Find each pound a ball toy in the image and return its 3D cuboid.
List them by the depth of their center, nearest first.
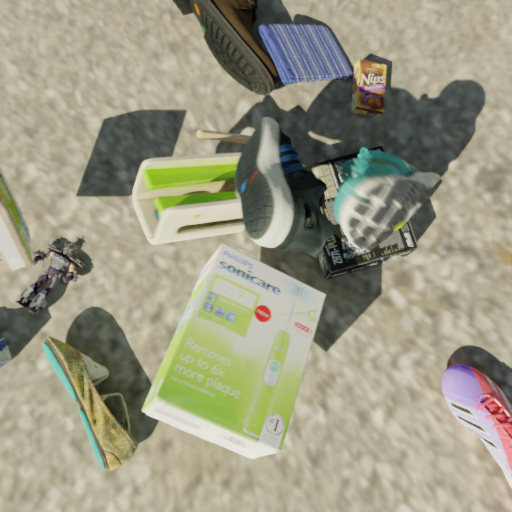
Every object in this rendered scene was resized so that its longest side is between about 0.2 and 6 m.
[{"bbox_3d":[-0.660,-1.162,9.168,2.670,1.134,1.741,-10,60,-32],"label":"pound a ball toy"}]

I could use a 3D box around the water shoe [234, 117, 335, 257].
[{"bbox_3d":[0.381,-0.954,8.024,1.125,1.020,2.852,22,36,-20],"label":"water shoe"}]

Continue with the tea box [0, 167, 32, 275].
[{"bbox_3d":[-3.872,-0.483,8.132,0.790,1.182,1.163,-19,36,-11],"label":"tea box"}]

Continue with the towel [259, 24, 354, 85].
[{"bbox_3d":[0.929,-3.724,10.324,1.730,0.206,1.252,-16,77,-36],"label":"towel"}]

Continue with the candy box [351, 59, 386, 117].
[{"bbox_3d":[2.113,-3.145,10.512,0.563,0.272,0.965,7,79,-13],"label":"candy box"}]

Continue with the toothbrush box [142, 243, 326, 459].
[{"bbox_3d":[-0.263,1.345,7.960,1.774,1.049,2.437,27,57,-9],"label":"toothbrush box"}]

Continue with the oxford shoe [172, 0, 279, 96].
[{"bbox_3d":[-0.429,-4.556,10.353,1.468,1.264,3.479,-31,82,-10],"label":"oxford shoe"}]

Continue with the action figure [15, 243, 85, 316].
[{"bbox_3d":[-3.608,0.357,9.830,0.897,0.478,1.379,28,77,11],"label":"action figure"}]

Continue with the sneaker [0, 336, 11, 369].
[{"bbox_3d":[-5.733,1.681,9.240,2.783,1.124,1.607,-24,82,-3],"label":"sneaker"}]

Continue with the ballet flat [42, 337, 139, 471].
[{"bbox_3d":[-2.709,2.333,9.356,0.860,0.860,2.434,-29,80,-5],"label":"ballet flat"}]

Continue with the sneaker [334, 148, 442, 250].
[{"bbox_3d":[1.711,-0.940,8.173,1.226,3.079,1.193,40,115,14],"label":"sneaker"}]

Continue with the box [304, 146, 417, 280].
[{"bbox_3d":[1.701,-0.737,9.828,1.571,0.826,1.919,-17,80,-4],"label":"box"}]

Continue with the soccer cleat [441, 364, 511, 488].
[{"bbox_3d":[4.059,2.939,9.041,0.916,1.050,2.745,-32,81,-6],"label":"soccer cleat"}]
